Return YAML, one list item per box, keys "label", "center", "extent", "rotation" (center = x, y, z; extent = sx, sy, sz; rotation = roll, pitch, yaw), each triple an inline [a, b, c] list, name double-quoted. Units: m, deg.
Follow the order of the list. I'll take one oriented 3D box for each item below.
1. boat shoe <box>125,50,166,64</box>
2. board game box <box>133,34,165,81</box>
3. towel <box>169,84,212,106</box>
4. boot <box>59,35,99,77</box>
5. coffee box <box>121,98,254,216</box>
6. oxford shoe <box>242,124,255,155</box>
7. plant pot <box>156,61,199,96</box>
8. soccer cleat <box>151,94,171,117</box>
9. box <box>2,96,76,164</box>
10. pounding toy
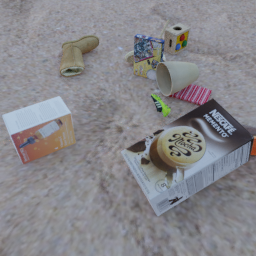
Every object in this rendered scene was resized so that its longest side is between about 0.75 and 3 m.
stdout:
- label: "boat shoe"
  center: [0.696, -2.708, 11.063]
  extent: [1.620, 0.585, 0.526]
  rotation: [0, 44, -7]
- label: "board game box"
  center: [0.732, -2.536, 10.177]
  extent: [1.064, 1.570, 0.272]
  rotation: [20, 49, 17]
- label: "towel"
  center: [2.198, -1.237, 9.910]
  extent: [1.334, 0.150, 0.964]
  rotation: [20, 49, 18]
- label: "boot"
  center: [-1.883, -2.868, 11.201]
  extent: [1.691, 0.639, 1.931]
  rotation: [-16, 45, 3]
- label: "coffee box"
  center: [1.434, 0.678, 6.908]
  extent: [2.733, 1.091, 1.545]
  rotation: [-30, 51, -5]
- label: "oxford shoe"
  center: [3.726, 0.252, 7.937]
  extent: [2.672, 0.953, 0.974]
  rotation: [-1, 41, 0]
- label: "plant pot"
  center: [1.764, -1.805, 9.606]
  extent: [1.238, 1.159, 1.159]
  rotation: [-16, 48, -16]
- label: "soccer cleat"
  center: [0.997, -0.744, 9.059]
  extent: [0.316, 0.380, 0.937]
  rotation: [-1, 43, -45]
- label: "box"
  center: [-2.433, 0.054, 7.878]
  extent: [1.636, 1.245, 0.870]
  rotation: [-23, 50, -21]
- label: "pounding toy"
  center: [1.853, -3.715, 11.481]
  extent: [1.520, 1.335, 0.695]
  rotation: [-33, 54, -28]
